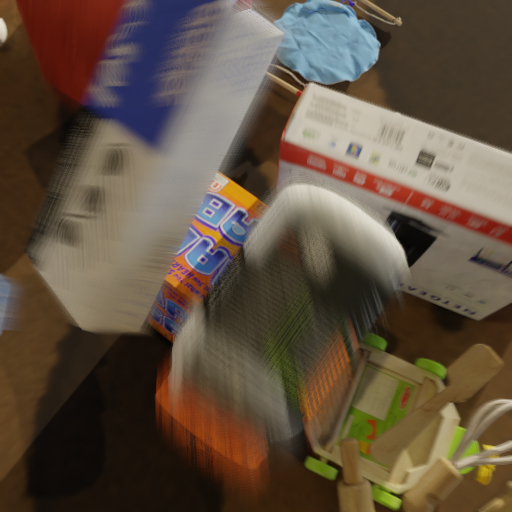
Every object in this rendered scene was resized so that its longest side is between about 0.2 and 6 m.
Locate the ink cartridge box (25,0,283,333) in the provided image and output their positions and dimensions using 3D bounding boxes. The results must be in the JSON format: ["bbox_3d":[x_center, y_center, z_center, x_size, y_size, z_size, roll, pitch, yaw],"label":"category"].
[{"bbox_3d":[-1.068,-0.935,5.177,1.421,0.669,3.024,39,107,37],"label":"ink cartridge box"}]

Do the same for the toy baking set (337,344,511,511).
[{"bbox_3d":[2.332,2.971,6.960,2.705,0.410,3.524,-12,87,-1],"label":"toy baking set"}]

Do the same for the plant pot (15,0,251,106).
[{"bbox_3d":[-1.486,-2.786,6.674,2.166,2.164,1.909,33,69,8],"label":"plant pot"}]

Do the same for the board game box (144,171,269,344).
[{"bbox_3d":[-0.514,0.263,7.331,1.656,1.658,1.657,36,61,12],"label":"board game box"}]

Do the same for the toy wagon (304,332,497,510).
[{"bbox_3d":[1.871,2.278,7.467,2.537,0.502,1.969,24,74,7],"label":"toy wagon"}]

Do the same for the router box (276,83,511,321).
[{"bbox_3d":[1.909,-0.457,7.069,3.306,2.967,0.808,22,72,8],"label":"router box"}]

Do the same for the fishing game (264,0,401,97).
[{"bbox_3d":[1.133,-3.588,9.487,1.881,0.408,2.627,34,67,10],"label":"fishing game"}]

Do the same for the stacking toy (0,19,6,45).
[{"bbox_3d":[-4.880,-4.512,9.455,1.574,1.574,2.155,-33,93,-10],"label":"stacking toy"}]

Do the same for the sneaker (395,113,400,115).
[{"bbox_3d":[2.379,-1.037,8.446,0.865,0.892,2.442,-30,65,-3],"label":"sneaker"}]

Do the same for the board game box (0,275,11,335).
[{"bbox_3d":[-3.435,0.725,5.443,1.001,3.244,3.246,-16,71,-3],"label":"board game box"}]

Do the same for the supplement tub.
[{"bbox_3d":[0.198,0.612,4.944,1.365,1.365,2.227,34,80,11],"label":"supplement tub"}]
